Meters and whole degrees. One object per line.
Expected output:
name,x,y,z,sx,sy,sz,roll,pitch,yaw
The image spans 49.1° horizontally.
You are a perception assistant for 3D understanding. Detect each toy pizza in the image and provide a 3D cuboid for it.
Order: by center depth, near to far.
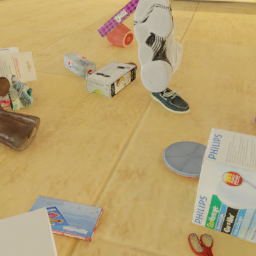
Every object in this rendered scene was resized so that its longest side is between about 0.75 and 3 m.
toy pizza,1.881,0.964,8.509,1.664,0.264,1.664,0,33,0

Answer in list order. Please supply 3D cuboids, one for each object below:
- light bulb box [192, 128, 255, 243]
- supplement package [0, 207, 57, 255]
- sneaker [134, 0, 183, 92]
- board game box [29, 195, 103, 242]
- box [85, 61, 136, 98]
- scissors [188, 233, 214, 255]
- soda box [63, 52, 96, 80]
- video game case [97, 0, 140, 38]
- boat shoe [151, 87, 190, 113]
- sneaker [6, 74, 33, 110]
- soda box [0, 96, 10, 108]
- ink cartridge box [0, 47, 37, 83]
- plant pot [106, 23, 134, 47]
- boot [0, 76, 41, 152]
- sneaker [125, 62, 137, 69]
light bulb box,2.700,1.350,6.339,2.094,2.075,1.306,13,35,19
supplement package,-2.381,2.579,5.349,1.952,1.169,1.184,-12,36,-17
sneaker,0.865,-2.392,7.554,0.975,2.594,1.491,6,28,21
board game box,-1.579,2.173,6.831,1.740,0.169,0.896,8,34,11
box,-0.737,-2.268,12.815,1.349,0.695,2.312,17,37,23
scissors,1.747,2.884,5.888,0.574,0.109,1.569,-4,36,-9
soda box,-2.452,-3.181,14.158,0.723,0.672,2.119,-23,41,-30
video game case,-0.035,-4.574,10.987,2.252,0.403,2.041,-31,19,28
boat shoe,1.714,-1.275,11.413,0.785,0.648,2.096,-18,39,-25
sneaker,-4.531,-1.514,11.761,0.963,0.866,2.232,-8,43,-25
soda box,-3.922,-0.838,8.936,0.273,0.247,0.780,-10,-1,-22
ink cartridge box,-5.659,-2.791,12.844,2.584,1.514,0.870,-13,36,-18
plant pot,-0.406,-5.735,17.363,1.287,1.455,1.455,35,47,26
boot,-4.037,-0.578,9.830,2.860,0.919,2.665,12,61,22
sneaker,0.036,-3.237,14.548,0.943,0.333,0.461,8,36,8
